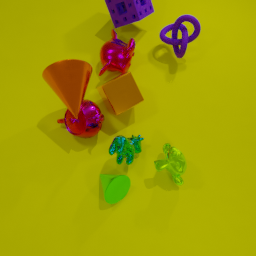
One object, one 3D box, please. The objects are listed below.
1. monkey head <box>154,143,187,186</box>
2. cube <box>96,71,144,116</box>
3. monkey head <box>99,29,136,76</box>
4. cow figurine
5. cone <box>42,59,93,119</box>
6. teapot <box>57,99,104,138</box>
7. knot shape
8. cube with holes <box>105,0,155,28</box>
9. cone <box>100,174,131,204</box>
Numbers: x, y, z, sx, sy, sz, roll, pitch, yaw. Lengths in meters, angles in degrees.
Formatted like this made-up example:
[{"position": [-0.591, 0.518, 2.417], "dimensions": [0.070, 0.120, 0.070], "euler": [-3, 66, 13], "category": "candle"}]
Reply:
[{"position": [1.183, 0.999, 7.879], "dimensions": [0.929, 0.778, 1.291], "euler": [-16, 72, -4], "category": "monkey head"}, {"position": [-0.259, -1.064, 8.737], "dimensions": [0.992, 0.992, 0.992], "euler": [-30, 103, -11], "category": "cube"}, {"position": [-0.369, -2.600, 9.549], "dimensions": [1.161, 1.387, 1.927], "euler": [15, 69, -7], "category": "monkey head"}, {"position": [-0.025, 0.492, 8.074], "dimensions": [0.643, 1.171, 1.152], "euler": [-2, 54, 30], "category": "cow figurine"}, {"position": [-1.560, -0.914, 7.842], "dimensions": [1.437, 1.437, 1.442], "euler": [-12, 73, -6], "category": "cone"}, {"position": [-1.350, -0.250, 8.362], "dimensions": [1.940, 0.950, 1.206], "euler": [-2, 98, 33], "category": "teapot"}, {"position": [1.796, -3.094, 9.701], "dimensions": [1.429, 0.660, 1.337], "euler": [-3, 91, 41], "category": "knot shape"}, {"position": [0.055, -4.474, 10.127], "dimensions": [1.144, 1.144, 1.144], "euler": [-1, 32, 38], "category": "cube with holes"}, {"position": [-0.553, 1.527, 7.972], "dimensions": [0.901, 0.901, 0.904], "euler": [-41, 44, -19], "category": "cone"}]
